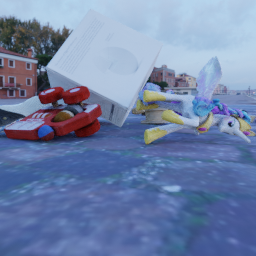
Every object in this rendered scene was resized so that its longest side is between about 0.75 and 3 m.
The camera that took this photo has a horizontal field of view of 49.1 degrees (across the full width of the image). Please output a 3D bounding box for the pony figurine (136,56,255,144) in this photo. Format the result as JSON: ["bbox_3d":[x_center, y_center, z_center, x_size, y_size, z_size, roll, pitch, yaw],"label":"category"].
[{"bbox_3d":[1.606,-0.505,7.156,2.628,2.188,2.537,2,38,-11],"label":"pony figurine"}]

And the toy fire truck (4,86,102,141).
[{"bbox_3d":[-1.869,-0.196,7.275,2.196,1.231,1.844,3,31,33],"label":"toy fire truck"}]

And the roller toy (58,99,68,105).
[{"bbox_3d":[-1.670,-1.190,11.512,2.872,2.007,2.620,-8,4,41],"label":"roller toy"}]

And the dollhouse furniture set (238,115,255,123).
[{"bbox_3d":[5.307,-0.836,11.711,1.804,1.280,1.429,0,6,0],"label":"dollhouse furniture set"}]

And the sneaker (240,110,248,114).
[{"bbox_3d":[5.203,-0.647,13.644,1.358,0.503,0.601,-2,9,-24],"label":"sneaker"}]

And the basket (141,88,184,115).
[{"bbox_3d":[2.081,-1.532,17.027,2.444,1.662,2.203,4,-7,1],"label":"basket"}]

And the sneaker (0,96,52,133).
[{"bbox_3d":[-3.358,-0.206,8.180,1.047,1.056,2.914,38,33,22],"label":"sneaker"}]

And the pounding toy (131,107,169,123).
[{"bbox_3d":[1.181,-0.829,11.658,1.268,1.272,2.218,-2,5,29],"label":"pounding toy"}]

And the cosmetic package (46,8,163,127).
[{"bbox_3d":[-0.724,-1.923,9.092,2.660,2.651,1.635,28,-22,2],"label":"cosmetic package"}]
